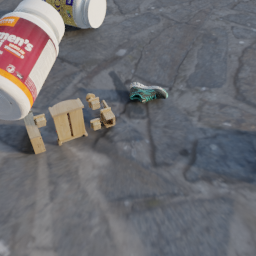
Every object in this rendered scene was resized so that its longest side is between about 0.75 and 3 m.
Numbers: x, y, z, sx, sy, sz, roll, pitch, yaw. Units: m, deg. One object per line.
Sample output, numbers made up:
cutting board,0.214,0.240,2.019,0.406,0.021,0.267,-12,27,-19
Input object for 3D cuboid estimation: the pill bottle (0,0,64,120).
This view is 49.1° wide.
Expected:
pill bottle,-1.858,-1.222,4.778,1.110,1.110,2.025,9,57,8

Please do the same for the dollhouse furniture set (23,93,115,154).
dollhouse furniture set,-1.779,-0.435,8.417,2.563,1.328,1.135,-20,52,-18

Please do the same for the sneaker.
sneaker,0.669,-1.117,9.695,1.383,0.537,0.631,12,63,16

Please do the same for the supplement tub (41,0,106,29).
supplement tub,-2.486,-5.670,12.938,2.523,1.834,1.834,19,50,19
